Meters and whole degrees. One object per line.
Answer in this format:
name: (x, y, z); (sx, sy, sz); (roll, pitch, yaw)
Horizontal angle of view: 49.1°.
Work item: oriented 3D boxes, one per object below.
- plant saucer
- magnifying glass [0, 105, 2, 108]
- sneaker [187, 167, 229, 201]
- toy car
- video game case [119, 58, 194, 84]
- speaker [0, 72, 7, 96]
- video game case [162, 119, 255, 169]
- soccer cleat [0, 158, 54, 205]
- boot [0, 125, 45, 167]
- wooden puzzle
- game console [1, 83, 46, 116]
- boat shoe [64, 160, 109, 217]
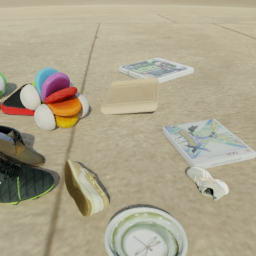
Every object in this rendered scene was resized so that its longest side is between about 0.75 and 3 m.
plant saucer: (0.331, 2.227, 5.412); (1.587, 0.398, 1.587); (2, 28, -1)
magnifying glass: (-5.120, -0.679, 10.893); (0.317, 0.089, 0.796); (1, 29, 2)
sneaker: (1.876, 1.370, 6.958); (0.528, 0.434, 1.148); (-28, 38, -33)
toy car: (-2.451, -1.140, 9.643); (1.939, 1.661, 2.215); (-28, 72, -35)
video game case: (1.506, -3.100, 14.895); (2.978, 0.348, 2.707); (-22, 36, -34)
speaker: (-6.147, -1.352, 10.895); (1.311, 1.311, 2.964); (10, 31, 17)
video game case: (2.435, 0.422, 8.774); (2.028, 0.245, 2.225); (-9, 31, -15)
soccer cleat: (-3.261, 1.087, 6.633); (2.954, 1.197, 0.997); (2, 30, 4)
boot: (-3.152, 0.513, 7.863); (1.734, 0.840, 0.648); (17, 34, 8)
wooden puzzle: (0.159, -1.271, 11.377); (2.186, 0.440, 2.363); (-4, 35, 10)
game console: (-3.667, -1.171, 11.552); (2.278, 0.400, 2.576); (7, 30, 3)
boat shoe: (-1.048, 1.388, 6.754); (0.631, 0.703, 1.900); (-1, 28, -30)
